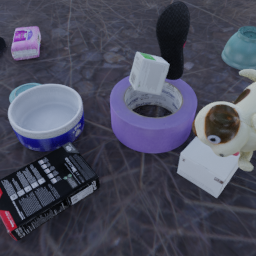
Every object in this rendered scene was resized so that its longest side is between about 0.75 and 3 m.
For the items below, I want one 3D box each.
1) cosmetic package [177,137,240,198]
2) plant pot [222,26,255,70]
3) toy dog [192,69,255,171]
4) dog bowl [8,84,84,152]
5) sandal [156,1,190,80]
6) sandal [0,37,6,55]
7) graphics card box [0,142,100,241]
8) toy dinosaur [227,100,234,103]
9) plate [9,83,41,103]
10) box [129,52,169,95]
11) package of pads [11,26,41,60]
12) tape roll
[{"bbox_3d":[2.787,0.661,8.505,1.437,1.033,2.547,33,56,27],"label":"cosmetic package"},{"bbox_3d":[5.251,-3.602,12.261,1.944,1.302,1.944,0,48,0],"label":"plant pot"},{"bbox_3d":[2.528,-0.173,5.930,2.243,1.565,2.174,-17,88,-17],"label":"toy dog"},{"bbox_3d":[-2.708,-0.395,9.522,2.399,0.945,2.399,0,47,0],"label":"dog bowl"},{"bbox_3d":[1.394,-2.683,8.752,0.982,2.614,0.589,8,50,12],"label":"sandal"},{"bbox_3d":[-6.297,-3.510,12.687,0.954,0.537,2.509,3,47,3],"label":"sandal"},{"bbox_3d":[-2.302,1.642,7.825,2.624,0.667,1.646,-31,54,-24],"label":"graphics card box"},{"bbox_3d":[3.245,-0.593,9.691,1.439,0.976,0.618,19,50,17],"label":"toy dinosaur"},{"bbox_3d":[-3.874,-1.333,10.914,1.494,0.191,1.494,1,48,-1],"label":"plate"},{"bbox_3d":[0.570,-1.539,7.866,0.787,0.919,0.914,10,24,-15],"label":"box"},{"bbox_3d":[-4.688,-3.931,12.951,1.147,0.721,1.904,-7,48,-7],"label":"package of pads"},{"bbox_3d":[0.827,-0.599,9.543,2.839,1.206,2.839,-1,47,1],"label":"tape roll"}]
